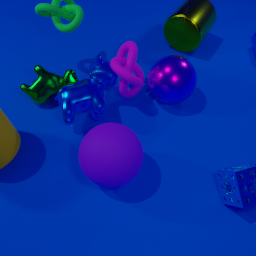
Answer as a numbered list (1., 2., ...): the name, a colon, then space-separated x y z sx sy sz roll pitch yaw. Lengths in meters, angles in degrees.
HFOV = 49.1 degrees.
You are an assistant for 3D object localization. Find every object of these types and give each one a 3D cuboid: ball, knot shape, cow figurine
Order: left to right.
1. cow figurine: -1.943 -1.069 7.348 1.319 0.736 1.340 38 89 -4
2. knot shape: -1.651 -3.012 7.204 1.223 0.565 1.144 21 46 2
3. cow figurine: -1.005 -0.977 6.881 1.625 0.892 1.599 -10 71 -13
4. ball: -0.348 0.559 5.818 1.334 1.334 1.334 0 56 0
5. knot shape: 0.001 -1.535 7.096 0.656 1.419 1.328 -8 76 10
6. ball: 1.132 -1.231 7.163 1.231 1.231 1.231 0 56 0

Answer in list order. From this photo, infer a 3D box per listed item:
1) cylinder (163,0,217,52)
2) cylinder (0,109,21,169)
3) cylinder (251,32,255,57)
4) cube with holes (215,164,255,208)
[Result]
1. cylinder: 1.872 -3.130 8.452 1.212 1.212 1.212 28 60 18
2. cylinder: -3.274 0.093 6.058 1.371 1.371 1.371 -5 52 7
3. cylinder: 4.092 -2.466 8.311 0.707 0.707 0.707 2 56 2
4. cube with holes: 2.334 1.139 5.661 0.705 0.705 0.705 -11 85 -14
